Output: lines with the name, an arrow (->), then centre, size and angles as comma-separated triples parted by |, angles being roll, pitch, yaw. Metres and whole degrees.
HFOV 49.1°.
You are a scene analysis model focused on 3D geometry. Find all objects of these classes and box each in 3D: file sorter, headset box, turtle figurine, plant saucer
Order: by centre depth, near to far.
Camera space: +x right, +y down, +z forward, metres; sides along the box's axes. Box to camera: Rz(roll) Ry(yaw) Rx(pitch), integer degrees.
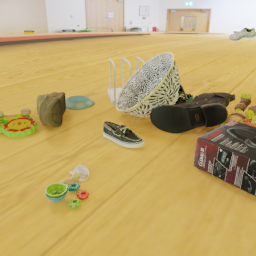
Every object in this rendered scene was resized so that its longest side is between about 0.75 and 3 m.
headset box -> 3.100, 0.701, 7.320 | 1.841, 0.955, 2.473 | -19, 32, -37
turtle figurine -> 3.882, -0.318, 9.516 | 2.223, 0.888, 2.757 | -37, 19, -24
plant saucer -> -2.240, -1.192, 12.462 | 1.534, 0.295, 1.534 | 1, 24, 0
file sorter -> 0.572, -2.320, 13.141 | 2.924, 1.820, 2.029 | -5, 24, -9

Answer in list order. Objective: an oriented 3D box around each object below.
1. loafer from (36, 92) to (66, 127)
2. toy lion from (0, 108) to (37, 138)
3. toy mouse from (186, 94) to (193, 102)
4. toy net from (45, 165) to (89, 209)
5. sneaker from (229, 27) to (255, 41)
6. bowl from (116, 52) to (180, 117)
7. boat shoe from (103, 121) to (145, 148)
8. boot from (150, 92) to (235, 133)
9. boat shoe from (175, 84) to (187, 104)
loafer -> -2.952, -0.707, 10.495 | 0.988, 1.113, 2.929 | -3, 14, -4
toy lion -> -4.018, -0.119, 9.881 | 1.551, 0.533, 1.487 | -5, 32, -10
toy mouse -> 2.486, -1.056, 11.872 | 1.385, 0.302, 1.559 | -16, 37, -1
toy net -> -1.263, 1.286, 6.774 | 0.873, 0.321, 1.664 | 6, 24, 13
sneaker -> 4.422, -3.689, 10.832 | 1.011, 0.438, 0.379 | -2, 59, 30
bowl -> 1.027, -1.388, 10.949 | 2.970, 1.394, 2.970 | -38, 26, 22
boat shoe -> -0.191, 0.191, 8.998 | 1.667, 0.531, 0.589 | 18, 30, 35
boot -> 2.449, -0.712, 10.357 | 2.881, 0.997, 2.508 | -2, 19, 20
boat shoe -> 2.030, -1.125, 11.319 | 0.731, 0.658, 2.067 | -9, 40, 6
